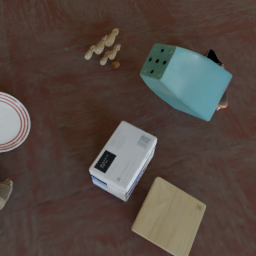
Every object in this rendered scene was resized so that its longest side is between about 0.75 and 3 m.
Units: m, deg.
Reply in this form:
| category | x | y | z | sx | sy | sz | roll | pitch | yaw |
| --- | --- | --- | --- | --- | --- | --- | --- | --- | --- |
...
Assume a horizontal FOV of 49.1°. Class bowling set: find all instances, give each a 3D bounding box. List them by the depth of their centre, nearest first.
| category | x | y | z | sx | sy | sz | roll | pitch | yaw |
| --- | --- | --- | --- | --- | --- | --- | --- | --- | --- |
| bowling set | -0.898 | -3.491 | 12.929 | 2.005 | 1.395 | 1.076 | -13 | 42 | 42 |

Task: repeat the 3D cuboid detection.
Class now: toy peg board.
| category | x | y | z | sx | sy | sz | roll | pitch | yaw |
| --- | --- | --- | --- | --- | --- | --- | --- | --- | --- |
| toy peg board | 1.256 | 2.954 | 9.209 | 1.888 | 0.927 | 1.896 | 31 | 64 | 0 |

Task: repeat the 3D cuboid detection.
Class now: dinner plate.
| category | x | y | z | sx | sy | sz | roll | pitch | yaw |
| --- | --- | --- | --- | --- | --- | --- | --- | --- | --- |
| dinner plate | -5.056 | -0.237 | 10.763 | 2.484 | 0.301 | 2.484 | 16 | 61 | -30 |

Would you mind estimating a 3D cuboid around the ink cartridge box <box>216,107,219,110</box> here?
| category | x | y | z | sx | sy | sz | roll | pitch | yaw |
| --- | --- | --- | --- | --- | --- | --- | --- | --- | --- |
| ink cartridge box | 3.681 | -1.169 | 11.951 | 0.780 | 0.170 | 0.677 | 38 | 52 | 21 |

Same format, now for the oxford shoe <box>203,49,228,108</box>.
| category | x | y | z | sx | sy | sz | roll | pitch | yaw |
| --- | --- | --- | --- | --- | --- | --- | --- | --- | --- |
| oxford shoe | 3.645 | -2.147 | 11.913 | 1.022 | 1.041 | 2.871 | -2 | 57 | -13 |

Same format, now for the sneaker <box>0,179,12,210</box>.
| category | x | y | z | sx | sy | sz | roll | pitch | yaw |
| --- | --- | --- | --- | --- | --- | --- | --- | --- | --- |
| sneaker | -5.480 | 2.052 | 9.721 | 2.972 | 1.047 | 1.122 | 13 | 41 | 4 |

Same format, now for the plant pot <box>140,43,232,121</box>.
| category | x | y | z | sx | sy | sz | roll | pitch | yaw |
| --- | --- | --- | --- | --- | --- | --- | --- | --- | --- |
| plant pot | 1.916 | -1.795 | 10.156 | 1.927 | 2.728 | 1.928 | 31 | 96 | 51 |

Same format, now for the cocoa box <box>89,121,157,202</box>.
| category | x | y | z | sx | sy | sz | roll | pitch | yaw |
| --- | --- | --- | --- | --- | --- | --- | --- | --- | --- |
| cocoa box | -0.137 | 1.166 | 9.818 | 1.448 | 1.424 | 2.171 | 26 | 63 | 15 |
